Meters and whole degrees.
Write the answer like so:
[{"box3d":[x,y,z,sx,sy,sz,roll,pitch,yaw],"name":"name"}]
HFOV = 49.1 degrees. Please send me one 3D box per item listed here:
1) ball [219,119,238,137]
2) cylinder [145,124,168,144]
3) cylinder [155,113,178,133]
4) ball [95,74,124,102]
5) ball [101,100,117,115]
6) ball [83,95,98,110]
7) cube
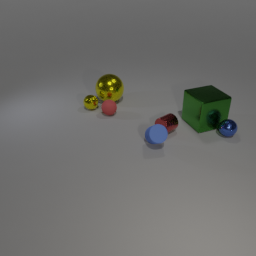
[{"box3d":[3.973,-0.006,11.112,0.700,0.700,0.700,0,31,0],"name":"ball"},{"box3d":[1.040,0.239,10.402,0.700,0.700,0.700,-6,-4,-10],"name":"cylinder"},{"box3d":[1.566,-0.170,11.374,0.700,0.700,0.700,-25,39,-36],"name":"cylinder"},{"box3d":[-0.892,-1.932,13.652,1.400,1.400,1.400,0,31,0],"name":"ball"},{"box3d":[-0.851,-0.928,12.632,0.700,0.700,0.700,0,31,0],"name":"ball"},{"box3d":[-1.739,-1.209,13.115,0.700,0.700,0.700,0,31,0],"name":"ball"},{"box3d":[3.251,-0.830,11.783,1.400,1.400,1.400,-12,33,-17],"name":"cube"}]
